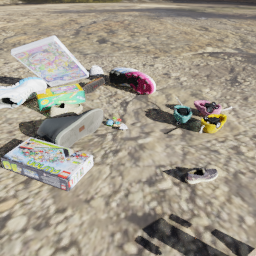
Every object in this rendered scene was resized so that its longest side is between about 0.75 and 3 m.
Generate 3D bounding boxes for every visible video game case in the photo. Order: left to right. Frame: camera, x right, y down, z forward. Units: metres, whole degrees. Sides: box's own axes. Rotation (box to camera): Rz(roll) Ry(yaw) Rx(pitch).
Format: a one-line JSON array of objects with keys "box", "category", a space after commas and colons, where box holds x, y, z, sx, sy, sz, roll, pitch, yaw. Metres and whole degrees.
[{"box": [-3.015, -2.556, 11.230, 1.899, 2.652, 0.239, -12, 67, 16], "category": "video game case"}]

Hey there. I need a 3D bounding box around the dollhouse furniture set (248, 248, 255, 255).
[{"box": [2.326, 2.515, 4.623, 1.612, 0.836, 0.714, -20, 34, -31], "category": "dollhouse furniture set"}]

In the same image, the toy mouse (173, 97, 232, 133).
[{"box": [2.512, -0.510, 10.181, 2.639, 0.511, 2.345, -21, 36, -33], "category": "toy mouse"}]

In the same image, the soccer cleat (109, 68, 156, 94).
[{"box": [0.344, -2.299, 12.849, 2.743, 0.958, 1.184, 24, 38, 36], "category": "soccer cleat"}]

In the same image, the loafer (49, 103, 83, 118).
[{"box": [-2.332, -0.744, 10.626, 1.336, 0.456, 0.506, -19, 35, -33], "category": "loafer"}]

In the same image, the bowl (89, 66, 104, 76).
[{"box": [-1.693, -3.050, 14.740, 0.804, 0.378, 0.804, 1, 30, 0], "category": "bowl"}]

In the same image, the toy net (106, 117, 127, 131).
[{"box": [-0.330, -0.110, 9.854, 0.926, 0.179, 0.486, 28, 37, 36], "category": "toy net"}]

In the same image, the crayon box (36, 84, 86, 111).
[{"box": [-2.737, -1.272, 11.352, 1.810, 0.527, 1.075, -14, 28, -17], "category": "crayon box"}]

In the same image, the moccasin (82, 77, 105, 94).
[{"box": [-1.644, -1.908, 12.590, 0.499, 0.473, 1.292, 11, 46, 48], "category": "moccasin"}]

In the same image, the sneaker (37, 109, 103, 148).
[{"box": [-1.868, -0.200, 9.301, 1.180, 0.831, 2.221, 22, 38, 29], "category": "sneaker"}]

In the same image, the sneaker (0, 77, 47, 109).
[{"box": [-4.383, -1.274, 11.331, 2.525, 0.946, 1.094, -25, 49, -29], "category": "sneaker"}]

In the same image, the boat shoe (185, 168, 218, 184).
[{"box": [1.966, 1.214, 7.385, 0.971, 0.315, 0.349, -9, 31, -16], "category": "boat shoe"}]

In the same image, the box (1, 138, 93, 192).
[{"box": [-2.224, 0.944, 7.783, 2.211, 0.384, 1.217, 13, 32, 21], "category": "box"}]
